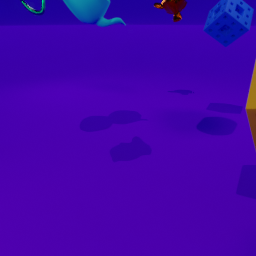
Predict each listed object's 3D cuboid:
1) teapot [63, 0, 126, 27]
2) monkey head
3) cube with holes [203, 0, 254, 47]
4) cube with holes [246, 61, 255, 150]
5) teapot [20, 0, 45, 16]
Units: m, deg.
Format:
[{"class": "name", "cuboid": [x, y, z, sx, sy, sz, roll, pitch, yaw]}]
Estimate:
[{"class": "teapot", "cuboid": [-0.792, -2.753, 5.832, 0.899, 1.837, 1.142, -33, 17, 17]}, {"class": "monkey head", "cuboid": [1.410, -3.733, 8.546, 1.164, 0.838, 0.702, -13, -26, 28]}, {"class": "cube with holes", "cuboid": [2.515, -2.705, 7.023, 0.771, 0.771, 0.771, 30, -27, -15]}, {"class": "cube with holes", "cuboid": [2.196, -0.314, 3.620, 0.987, 0.987, 0.987, 3, 55, 35]}, {"class": "teapot", "cuboid": [-1.733, -2.978, 4.947, 0.913, 1.865, 1.159, -3, 15, -6]}]
